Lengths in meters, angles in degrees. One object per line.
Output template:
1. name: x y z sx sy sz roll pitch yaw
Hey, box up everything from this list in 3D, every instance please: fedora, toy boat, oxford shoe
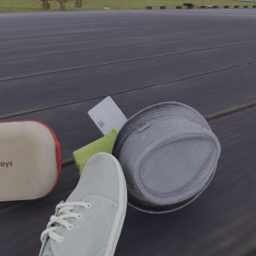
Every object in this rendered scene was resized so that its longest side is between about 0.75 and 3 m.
1. fedora: 0.792 0.530 4.836 2.226 1.969 1.005 -22 4 -12
2. toy boat: -2.396 0.627 5.651 2.272 1.482 1.485 -3 0 2
3. oxford shoe: -0.672 1.347 3.658 1.038 0.797 2.760 -25 35 34

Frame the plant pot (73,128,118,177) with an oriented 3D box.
1. plant pot: -0.560 0.655 5.689 0.975 1.060 1.060 -18 31 -16

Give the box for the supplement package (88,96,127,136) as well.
1. supplement package: -0.417 -0.186 7.004 0.668 0.869 0.909 -37 -7 0
